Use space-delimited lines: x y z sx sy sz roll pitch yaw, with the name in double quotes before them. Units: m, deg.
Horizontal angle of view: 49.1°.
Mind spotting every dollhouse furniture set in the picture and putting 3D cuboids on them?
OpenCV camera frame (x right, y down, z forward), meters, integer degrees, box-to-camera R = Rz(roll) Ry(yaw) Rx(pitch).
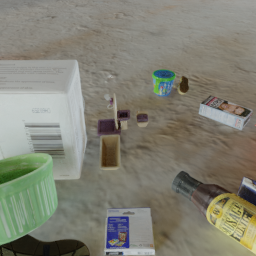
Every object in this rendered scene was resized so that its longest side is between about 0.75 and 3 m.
"dollhouse furniture set" -0.177 0.047 8.295 1.711 1.532 2.159 -3 50 1

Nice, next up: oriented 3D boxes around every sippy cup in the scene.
"sippy cup" 1.491 -1.876 11.862 1.252 0.918 0.984 -15 37 -20

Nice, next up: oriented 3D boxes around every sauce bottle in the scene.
"sauce bottle" 2.314 1.973 6.587 2.866 0.946 0.946 27 44 35

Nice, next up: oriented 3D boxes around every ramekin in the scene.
"ramekin" -2.785 1.528 6.236 2.464 1.204 2.464 -11 11 2

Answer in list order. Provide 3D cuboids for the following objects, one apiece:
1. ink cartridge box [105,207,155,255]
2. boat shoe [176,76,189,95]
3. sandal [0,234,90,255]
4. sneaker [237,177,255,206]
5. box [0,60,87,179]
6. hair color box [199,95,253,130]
"ink cartridge box" 0.031 2.394 6.549 1.102 0.262 1.115 -1 34 1
"boat shoe" 2.394 -1.797 12.277 0.471 0.403 1.286 29 41 -4
"sandal" -1.905 2.715 5.894 2.150 0.587 0.878 7 41 -15
"sneaker" 3.860 1.816 6.936 2.152 0.869 1.243 27 40 22
"box" -2.779 -0.215 7.849 2.917 2.902 1.907 0 36 0
"hair color box" 3.616 -0.599 10.441 1.693 0.513 0.838 26 43 30
